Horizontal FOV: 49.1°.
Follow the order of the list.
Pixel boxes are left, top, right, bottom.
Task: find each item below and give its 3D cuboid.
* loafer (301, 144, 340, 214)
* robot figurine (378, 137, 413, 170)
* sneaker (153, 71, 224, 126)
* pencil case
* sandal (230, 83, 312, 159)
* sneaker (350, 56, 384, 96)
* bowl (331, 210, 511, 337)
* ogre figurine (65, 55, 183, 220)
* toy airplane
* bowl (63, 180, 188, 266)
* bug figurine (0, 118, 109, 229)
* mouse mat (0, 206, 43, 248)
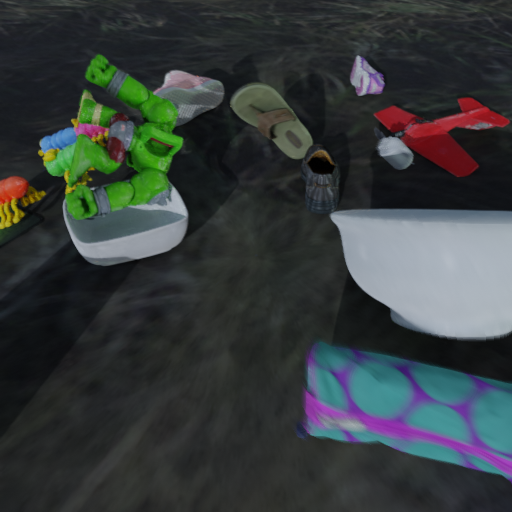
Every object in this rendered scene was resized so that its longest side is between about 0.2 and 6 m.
[{"bbox_3d":[1.236,-1.632,10.409,0.762,0.756,2.093,-1,37,-1],"label":"loafer"},{"bbox_3d":[2.608,-1.893,10.397,0.633,0.747,0.422,12,70,60],"label":"robot figurine"},{"bbox_3d":[-1.932,-3.678,12.991,1.211,0.872,2.316,27,40,29],"label":"sneaker"},{"bbox_3d":[1.679,1.647,5.848,2.405,1.023,1.111,11,27,9],"label":"pencil case"},{"bbox_3d":[0.409,-2.567,10.809,2.062,0.819,0.588,33,23,-32],"label":"sandal"},{"bbox_3d":[2.888,-4.600,14.436,0.715,0.650,1.617,3,42,-6],"label":"sneaker"},{"bbox_3d":[2.498,0.155,7.088,3.130,1.407,3.130,-1,7,0],"label":"bowl"},{"bbox_3d":[-2.132,-1.811,9.182,1.616,1.323,2.696,11,53,-22],"label":"ogre figurine"},{"bbox_3d":[4.019,-2.739,12.000,3.124,0.575,3.124,0,39,0],"label":"toy airplane"},{"bbox_3d":[-2.079,-0.528,9.002,1.809,0.676,1.811,-15,38,-18],"label":"bowl"},{"bbox_3d":[-3.590,-1.808,10.176,2.401,0.797,3.097,-17,30,22],"label":"bug figurine"},{"bbox_3d":[-4.852,-0.374,9.359,1.650,0.077,2.050,21,43,24],"label":"mouse mat"}]
